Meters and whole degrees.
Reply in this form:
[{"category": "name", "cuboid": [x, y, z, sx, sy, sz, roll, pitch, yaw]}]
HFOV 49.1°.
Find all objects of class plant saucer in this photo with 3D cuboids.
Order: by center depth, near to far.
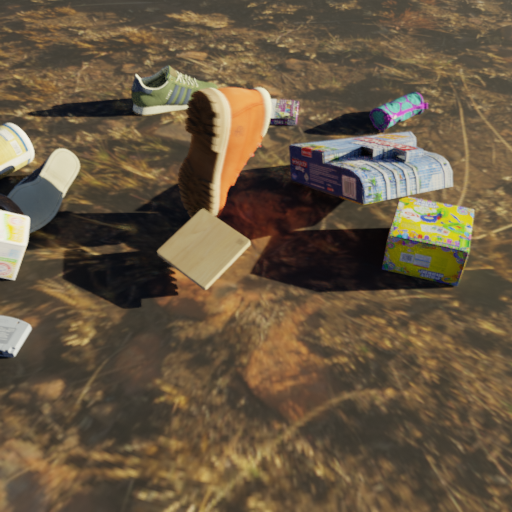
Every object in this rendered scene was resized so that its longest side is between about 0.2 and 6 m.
[{"category": "plant saucer", "cuboid": [-5.120, -0.698, 11.112, 1.181, 1.181, 0.203, 10, 33, 11]}]

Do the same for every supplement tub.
[{"category": "supplement tub", "cuboid": [-6.075, -2.346, 13.036, 1.043, 1.043, 1.441, 25, 48, 25]}]

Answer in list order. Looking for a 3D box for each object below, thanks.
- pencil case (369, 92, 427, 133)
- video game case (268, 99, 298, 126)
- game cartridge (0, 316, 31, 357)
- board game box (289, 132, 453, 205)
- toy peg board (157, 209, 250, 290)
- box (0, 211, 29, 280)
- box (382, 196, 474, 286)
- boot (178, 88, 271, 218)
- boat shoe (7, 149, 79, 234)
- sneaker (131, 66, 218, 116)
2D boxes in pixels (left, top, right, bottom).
[{"category": "pencil case", "cuboid": [3.796, -3.859, 14.982, 1.555, 0.662, 0.719, -28, 33, -27]}, {"category": "video game case", "cuboid": [0.633, -3.972, 15.445, 1.018, 0.201, 1.123, 4, 42, 4]}, {"category": "game cartridge", "cuboid": [-4.482, 1.352, 9.611, 1.092, 0.221, 0.728, 7, 46, 8]}, {"category": "board game box", "cuboid": [2.711, -2.049, 12.261, 2.952, 0.911, 2.954, -14, 22, -22]}, {"category": "toy peg board", "cuboid": [-0.951, -0.020, 10.601, 1.258, 0.618, 1.264, 34, 68, 24]}, {"category": "box", "cuboid": [-5.226, -0.312, 10.391, 1.729, 0.972, 0.876, 13, 37, -26]}, {"category": "box", "cuboid": [3.357, -0.327, 10.928, 1.458, 0.890, 1.405, 14, 44, 16]}, {"category": "boot", "cuboid": [-0.578, -1.922, 11.197, 1.665, 3.105, 1.165, -25, 57, -37]}, {"category": "boat shoe", "cuboid": [-4.812, -1.275, 12.273, 0.835, 0.967, 2.662, -25, 32, 41]}, {"category": "sneaker", "cuboid": [-2.236, -4.709, 15.553, 2.544, 1.142, 0.853, -16, 45, -17]}]
